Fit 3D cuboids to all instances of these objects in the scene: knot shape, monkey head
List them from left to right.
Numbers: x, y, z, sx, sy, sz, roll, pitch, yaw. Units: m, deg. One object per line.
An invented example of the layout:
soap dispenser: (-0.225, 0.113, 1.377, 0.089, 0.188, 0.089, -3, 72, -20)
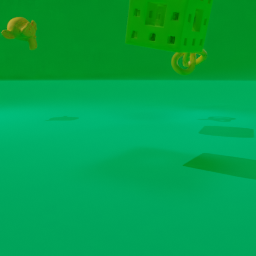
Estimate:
monkey head: (-4.053, -3.623, 10.800, 1.003, 1.198, 1.665, 2, 31, 10)
knot shape: (2.258, -2.629, 10.584, 0.675, 1.366, 1.460, 36, -8, 45)

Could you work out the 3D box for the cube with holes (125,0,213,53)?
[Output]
cube with holes: (0.763, -2.023, 5.107, 1.098, 1.098, 1.098, 19, 24, 30)
